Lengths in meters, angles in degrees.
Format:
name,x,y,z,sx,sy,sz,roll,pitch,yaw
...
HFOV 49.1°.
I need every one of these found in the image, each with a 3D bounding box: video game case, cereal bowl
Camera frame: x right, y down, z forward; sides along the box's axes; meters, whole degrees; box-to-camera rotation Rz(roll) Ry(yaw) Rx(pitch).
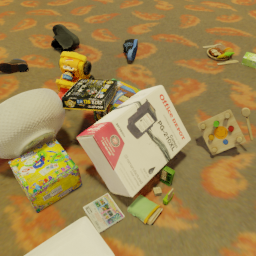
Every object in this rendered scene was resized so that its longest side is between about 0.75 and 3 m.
name,x,y,z,sx,sy,sz,roll,pitch,yaw
video game case,-0.707,2.461,8.159,0.868,0.113,0.954,-25,50,-24
cereal bowl,-3.153,0.083,8.905,2.795,2.795,1.164,-31,78,-27

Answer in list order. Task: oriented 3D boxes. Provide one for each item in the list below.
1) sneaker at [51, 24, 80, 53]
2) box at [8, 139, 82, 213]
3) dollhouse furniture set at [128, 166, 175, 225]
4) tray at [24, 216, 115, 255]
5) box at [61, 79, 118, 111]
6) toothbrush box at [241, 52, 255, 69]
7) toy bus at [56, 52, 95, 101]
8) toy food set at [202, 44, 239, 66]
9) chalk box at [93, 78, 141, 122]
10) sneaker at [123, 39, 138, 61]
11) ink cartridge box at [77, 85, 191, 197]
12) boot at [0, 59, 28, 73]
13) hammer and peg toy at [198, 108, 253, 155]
name,x,y,z,sx,sy,sz,roll,pitch,yaw
sneaker,-3.583,-4.694,14.802,2.594,0.779,1.353,38,51,27
box,-2.505,1.406,8.597,1.582,0.965,1.524,-29,52,-25
dollhouse furniture set,0.799,1.942,8.284,0.856,0.662,1.714,28,52,26
tray,-1.837,3.552,6.930,2.810,0.312,1.509,-29,51,-25
box,-1.223,-1.149,9.376,1.418,0.438,1.776,5,30,9
toothbrush box,6.115,-3.292,13.685,0.921,0.397,0.671,26,51,21
toy bus,-2.310,-1.810,11.248,1.289,1.899,1.823,16,56,14
toy food set,4.707,-3.908,14.303,1.318,0.383,1.909,-11,46,-11
chalk box,-0.471,-0.875,10.609,2.144,1.338,1.329,29,52,25
sneaker,0.045,-3.979,14.252,0.725,0.653,1.862,3,39,10
ink cartridge box,0.287,0.318,8.684,2.954,2.138,1.246,-38,16,-30
boot,-5.515,-2.974,13.363,1.446,0.540,0.701,-2,33,-14
hammer and peg toy,3.394,0.079,9.420,1.728,1.271,0.609,-26,-3,21
